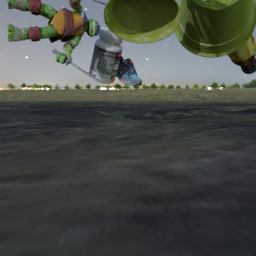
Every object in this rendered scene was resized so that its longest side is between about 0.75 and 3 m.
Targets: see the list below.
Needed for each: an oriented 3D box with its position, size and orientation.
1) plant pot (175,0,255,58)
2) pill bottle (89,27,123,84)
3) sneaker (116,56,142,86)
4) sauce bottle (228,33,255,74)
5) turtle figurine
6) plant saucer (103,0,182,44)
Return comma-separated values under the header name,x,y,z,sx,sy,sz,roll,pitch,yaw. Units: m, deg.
name,x,y,z,sx,sy,sz,roll,pitch,yaw
plant pot,2.206,-3.189,6.992,2.304,2.304,2.188,2,-2,14
pill bottle,-0.763,-2.570,10.027,1.010,1.773,1.010,14,29,-8
sneaker,-0.069,-2.203,10.600,0.689,0.830,1.737,-12,43,-42
sauce bottle,3.586,-2.571,8.911,0.939,0.939,2.844,5,-11,34
turtle figurine,-1.898,-2.903,7.758,2.677,1.987,2.761,0,48,-20
plant saucer,0.342,-2.693,6.653,1.828,0.284,1.828,3,-22,1
